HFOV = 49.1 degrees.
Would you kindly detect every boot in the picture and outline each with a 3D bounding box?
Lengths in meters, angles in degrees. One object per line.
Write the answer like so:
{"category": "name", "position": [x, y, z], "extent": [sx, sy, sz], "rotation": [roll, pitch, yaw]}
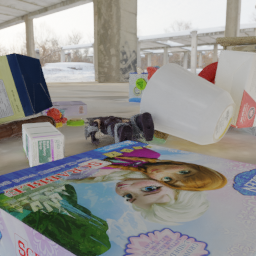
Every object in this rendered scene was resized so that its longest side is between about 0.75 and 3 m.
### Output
{"category": "boot", "position": [-2.467, 0.068, 5.945], "extent": [1.356, 0.467, 1.455], "rotation": [-9, 4, 23]}

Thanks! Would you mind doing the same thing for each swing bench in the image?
{"category": "swing bench", "position": [4.105, -1.561, 8.836], "extent": [2.551, 2.537, 1.655], "rotation": [4, 13, 22]}

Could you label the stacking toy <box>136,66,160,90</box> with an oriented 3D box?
{"category": "stacking toy", "position": [0.927, -2.050, 11.670], "extent": [1.118, 1.235, 0.522], "rotation": [20, 36, 27]}

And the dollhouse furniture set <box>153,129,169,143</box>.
{"category": "dollhouse furniture set", "position": [0.581, -0.031, 6.567], "extent": [0.803, 0.620, 1.606], "rotation": [31, 32, 4]}

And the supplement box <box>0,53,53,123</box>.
{"category": "supplement box", "position": [-3.287, -0.863, 7.010], "extent": [2.108, 1.417, 2.110], "rotation": [-14, 10, -1]}

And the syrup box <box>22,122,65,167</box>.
{"category": "syrup box", "position": [-1.484, 0.268, 4.818], "extent": [0.532, 0.514, 1.306], "rotation": [-5, 13, -24]}

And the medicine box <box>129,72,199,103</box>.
{"category": "medicine box", "position": [1.858, -1.906, 13.362], "extent": [2.569, 1.451, 2.820], "rotation": [8, 13, 36]}

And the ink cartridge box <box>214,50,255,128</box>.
{"category": "ink cartridge box", "position": [3.117, -0.881, 6.292], "extent": [2.554, 1.488, 0.862], "rotation": [-4, 20, -30]}

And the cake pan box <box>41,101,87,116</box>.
{"category": "cake pan box", "position": [-2.365, -0.731, 10.202], "extent": [1.593, 0.417, 1.467], "rotation": [-4, 10, -18]}

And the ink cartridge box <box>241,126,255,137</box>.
{"category": "ink cartridge box", "position": [3.429, 0.006, 6.751], "extent": [1.184, 0.297, 1.365], "rotation": [8, 12, 2]}

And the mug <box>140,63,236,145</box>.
{"category": "mug", "position": [1.311, -0.388, 5.478], "extent": [1.422, 1.387, 1.732], "rotation": [29, 22, 34]}

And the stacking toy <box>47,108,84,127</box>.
{"category": "stacking toy", "position": [-1.835, -0.378, 8.128], "extent": [1.093, 0.510, 1.207], "rotation": [-3, 12, -12]}

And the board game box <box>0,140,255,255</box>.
{"category": "board game box", "position": [0.146, 0.703, 2.697], "extent": [2.343, 0.483, 2.349], "rotation": [9, 14, 38]}

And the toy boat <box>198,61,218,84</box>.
{"category": "toy boat", "position": [3.064, -0.991, 7.689], "extent": [2.724, 1.778, 1.780], "rotation": [10, 11, 34]}

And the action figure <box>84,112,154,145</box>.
{"category": "action figure", "position": [-0.222, 0.041, 5.757], "extent": [1.261, 0.672, 1.938], "rotation": [-12, 8, -21]}
